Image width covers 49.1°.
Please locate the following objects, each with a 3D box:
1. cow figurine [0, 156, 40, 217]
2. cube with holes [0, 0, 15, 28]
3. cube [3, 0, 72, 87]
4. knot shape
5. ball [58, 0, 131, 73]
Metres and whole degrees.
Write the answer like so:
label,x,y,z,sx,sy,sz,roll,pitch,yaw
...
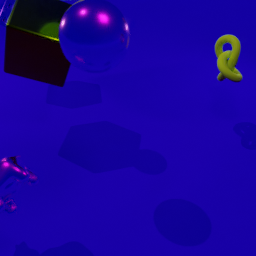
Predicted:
label,x,y,z,sx,sy,sz,roll,pitch,yaw
cow figurine,-2.209,0.885,4.488,1.229,0.686,1.249,31,78,23
cube with holes,-2.933,-3.364,8.597,1.216,1.216,1.216,26,7,4
cube,-1.956,-2.034,6.464,1.391,1.391,1.391,13,54,-18
knot shape,2.529,-1.752,7.083,0.575,1.164,1.244,-5,16,16
ball,-0.501,-1.378,4.246,1.082,1.082,1.082,0,39,0
